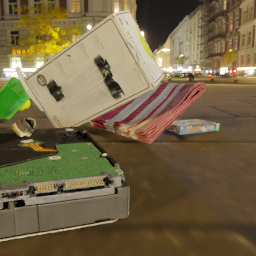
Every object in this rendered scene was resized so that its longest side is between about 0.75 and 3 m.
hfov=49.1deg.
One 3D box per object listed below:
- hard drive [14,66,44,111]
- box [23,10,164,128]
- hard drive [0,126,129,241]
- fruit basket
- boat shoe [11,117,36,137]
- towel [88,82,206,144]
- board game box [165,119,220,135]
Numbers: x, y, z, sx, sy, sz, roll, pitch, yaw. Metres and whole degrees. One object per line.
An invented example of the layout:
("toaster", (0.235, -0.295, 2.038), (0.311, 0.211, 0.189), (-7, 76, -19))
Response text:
("hard drive", (-3.005, -1.217, 8.581), (0.185, 0.915, 1.388), (-34, 51, -7))
("box", (-0.819, -1.132, 6.326), (2.842, 1.658, 0.854), (-25, 14, 32))
("hard drive", (-1.372, 0.518, 3.841), (2.032, 0.550, 2.908), (-4, 11, -19))
("fruit basket", (-3.850, -0.952, 9.388), (1.398, 1.008, 1.398), (-42, 13, 12))
("boat shoe", (-1.523, -0.035, 4.269), (0.255, 0.277, 0.776), (-33, 6, -2))
("towel", (0.315, -0.630, 7.578), (2.144, 0.339, 2.977), (-42, 30, -23))
("board game box", (1.712, -0.047, 7.666), (1.273, 0.219, 0.861), (-5, 12, -23))
